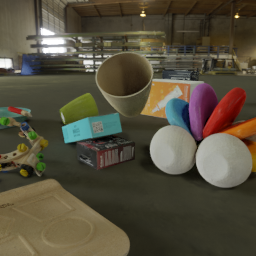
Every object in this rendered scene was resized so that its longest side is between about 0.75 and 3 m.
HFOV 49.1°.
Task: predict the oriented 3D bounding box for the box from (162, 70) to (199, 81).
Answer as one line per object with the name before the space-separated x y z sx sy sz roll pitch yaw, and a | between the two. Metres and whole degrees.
box | 3.095 -2.475 16.722 1.891 1.923 1.129 10 17 34

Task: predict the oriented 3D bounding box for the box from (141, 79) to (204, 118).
box | 1.931 -1.333 12.704 2.622 1.631 1.278 11 18 39

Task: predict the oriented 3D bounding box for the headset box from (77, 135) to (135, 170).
headset box | -0.625 0.602 7.202 1.321 0.496 0.982 -11 18 -38

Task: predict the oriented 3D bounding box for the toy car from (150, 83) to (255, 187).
toy car | 1.914 -0.002 6.477 2.694 2.021 2.358 10 18 36

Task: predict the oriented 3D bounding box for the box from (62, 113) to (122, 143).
box | -1.102 0.040 8.032 0.903 0.539 2.194 -11 -1 -30

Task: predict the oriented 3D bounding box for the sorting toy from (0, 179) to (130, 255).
sorting toy | -1.399 1.516 3.874 2.040 0.402 2.204 -12 22 -39

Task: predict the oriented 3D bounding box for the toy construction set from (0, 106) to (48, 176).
toy construction set | -2.245 0.369 6.338 1.194 1.554 1.296 13 27 28

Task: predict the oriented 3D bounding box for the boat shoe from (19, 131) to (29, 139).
boat shoe | -3.402 0.174 9.424 0.801 0.271 0.288 11 18 38

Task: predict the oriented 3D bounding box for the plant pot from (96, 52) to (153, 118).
plant pot | 0.012 -1.017 7.940 1.512 1.512 1.615 3 -29 11

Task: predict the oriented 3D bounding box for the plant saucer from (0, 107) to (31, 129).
plant saucer | -5.314 -0.377 11.209 2.757 0.496 2.757 1 14 0

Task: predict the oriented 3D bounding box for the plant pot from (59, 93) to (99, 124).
plant pot | -2.021 -0.647 11.243 1.304 1.220 1.220 -20 21 -23
